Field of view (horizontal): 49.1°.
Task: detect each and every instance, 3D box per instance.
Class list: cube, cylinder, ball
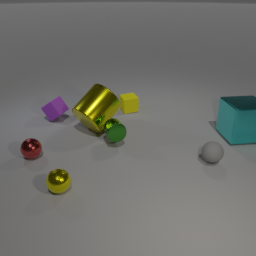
[{"bbox_3d":[-3.117,-0.834,11.987,0.700,0.700,0.700,-26,15,32],"label":"cube"},{"bbox_3d":[0.050,-1.154,12.951,0.700,0.700,0.700,-11,30,-16],"label":"cube"},{"bbox_3d":[-0.477,0.071,10.120,0.700,0.700,0.700,-8,20,-15],"label":"cylinder"},{"bbox_3d":[-1.224,-0.770,10.969,1.400,1.400,1.400,24,68,38],"label":"cylinder"},{"bbox_3d":[2.754,0.776,9.109,0.700,0.700,0.700,0,28,0],"label":"ball"},{"bbox_3d":[4.339,-0.338,10.603,1.400,1.400,1.400,-3,25,-7],"label":"cube"},{"bbox_3d":[-1.966,1.499,7.935,0.700,0.700,0.700,0,28,0],"label":"ball"},{"bbox_3d":[-3.271,0.691,9.467,0.700,0.700,0.700,0,28,0],"label":"ball"}]
